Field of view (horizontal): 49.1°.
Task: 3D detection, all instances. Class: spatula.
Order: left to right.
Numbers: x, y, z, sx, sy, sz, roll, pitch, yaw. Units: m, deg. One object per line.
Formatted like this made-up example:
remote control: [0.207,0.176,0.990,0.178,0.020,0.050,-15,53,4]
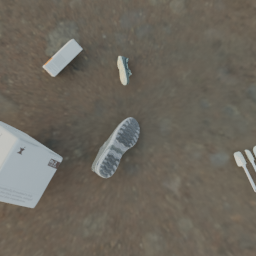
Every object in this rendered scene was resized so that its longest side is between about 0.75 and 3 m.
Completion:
spatula: [3.384,1.088,7.470,0.787,0.091,1.133,-15,73,-14]

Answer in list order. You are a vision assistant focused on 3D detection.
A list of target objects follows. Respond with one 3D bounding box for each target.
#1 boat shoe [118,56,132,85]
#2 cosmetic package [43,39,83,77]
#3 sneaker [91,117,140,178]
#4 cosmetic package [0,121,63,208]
boat shoe: [-0.051,-1.603,7.760,0.329,0.387,1.064,2,51,-18]
cosmetic package: [-1.837,-1.957,7.842,1.105,0.560,0.394,-47,114,-9]
sneaker: [-0.390,0.430,7.383,0.688,0.755,1.840,50,62,-26]
cosmetic package: [-2.802,0.781,6.608,1.691,1.394,1.396,24,81,37]
